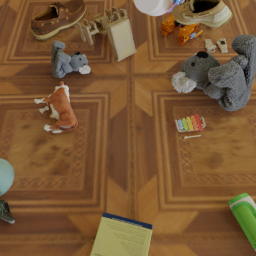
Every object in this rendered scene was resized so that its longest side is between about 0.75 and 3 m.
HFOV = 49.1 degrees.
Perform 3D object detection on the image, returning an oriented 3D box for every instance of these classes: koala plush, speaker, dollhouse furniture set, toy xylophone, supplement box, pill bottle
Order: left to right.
[{"bbox_3d":[-2.149,-2.496,10.628,1.356,1.246,1.202,-5,46,-28],"label":"koala plush"},{"bbox_3d":[-0.728,-3.803,11.444,1.835,1.391,2.094,-32,42,-17],"label":"dollhouse furniture set"},{"bbox_3d":[-0.170,3.105,7.241,1.364,0.916,1.363,12,60,7],"label":"supplement box"},{"bbox_3d":[0.933,-3.912,8.237,1.091,1.091,1.944,27,38,15],"label":"pill bottle"},{"bbox_3d":[2.129,-0.046,9.506,1.025,0.258,0.751,-14,61,-8],"label":"toy xylophone"},{"bbox_3d":[2.943,-1.857,9.827,2.526,2.321,2.240,20,60,36],"label":"koala plush"},{"bbox_3d":[3.428,2.609,7.682,0.687,0.687,1.553,-19,61,-11],"label":"speaker"}]

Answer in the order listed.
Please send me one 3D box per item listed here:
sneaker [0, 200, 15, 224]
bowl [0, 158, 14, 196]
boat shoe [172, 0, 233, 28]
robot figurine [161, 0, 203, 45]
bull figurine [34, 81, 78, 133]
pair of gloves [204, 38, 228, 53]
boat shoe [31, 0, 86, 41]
[{"bbox_3d":[-3.596,2.318,8.018,1.067,0.402,0.423,31,62,16],"label":"sneaker"},{"bbox_3d":[-4.222,1.390,8.387,1.373,0.718,1.373,0,58,0],"label":"bowl"},{"bbox_3d":[1.783,-3.058,7.140,0.692,0.620,1.869,-53,42,-5],"label":"boat shoe"},{"bbox_3d":[2.668,-4.672,11.993,1.819,0.730,2.509,40,68,21],"label":"robot figurine"},{"bbox_3d":[-2.452,-0.708,9.678,1.241,0.666,2.044,-22,60,-10],"label":"bull figurine"},{"bbox_3d":[3.641,-3.418,11.578,0.903,0.158,0.768,1,59,2],"label":"pair of gloves"},{"bbox_3d":[-2.911,-4.836,11.957,1.009,0.946,2.802,39,67,21],"label":"boat shoe"}]
